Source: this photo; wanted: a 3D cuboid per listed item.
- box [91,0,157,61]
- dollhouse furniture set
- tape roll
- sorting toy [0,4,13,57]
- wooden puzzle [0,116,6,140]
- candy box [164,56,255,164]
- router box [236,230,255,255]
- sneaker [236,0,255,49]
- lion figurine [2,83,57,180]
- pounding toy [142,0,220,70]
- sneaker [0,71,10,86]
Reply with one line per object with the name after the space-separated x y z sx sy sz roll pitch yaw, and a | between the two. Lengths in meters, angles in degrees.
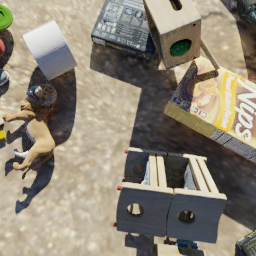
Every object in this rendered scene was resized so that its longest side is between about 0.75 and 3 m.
0.079 -2.973 8.204 1.940 0.495 1.530 19 79 5 | box
0.724 2.289 6.593 2.063 2.075 2.944 7 107 2 | dollhouse furniture set
-2.083 -2.074 7.577 0.920 1.339 1.339 -29 79 -6 | tape roll
-4.041 -2.650 8.096 1.160 0.792 1.930 12 65 -13 | sorting toy
-4.077 -0.228 7.775 1.060 0.184 1.571 -25 79 -10 | wooden puzzle
2.644 -0.495 7.396 2.933 0.811 1.693 29 71 7 | candy box
3.441 2.975 6.949 1.180 0.367 0.884 -27 79 -6 | router box
3.943 -3.125 8.013 0.921 0.968 2.443 -19 77 -2 | sneaker
-2.430 0.060 7.465 1.454 0.860 2.374 -14 92 -12 | lion figurine
1.338 -2.378 6.929 1.326 1.717 1.865 -21 66 5 | pounding toy
-4.041 -1.442 7.717 1.296 0.783 0.542 -12 78 -3 | sneaker
